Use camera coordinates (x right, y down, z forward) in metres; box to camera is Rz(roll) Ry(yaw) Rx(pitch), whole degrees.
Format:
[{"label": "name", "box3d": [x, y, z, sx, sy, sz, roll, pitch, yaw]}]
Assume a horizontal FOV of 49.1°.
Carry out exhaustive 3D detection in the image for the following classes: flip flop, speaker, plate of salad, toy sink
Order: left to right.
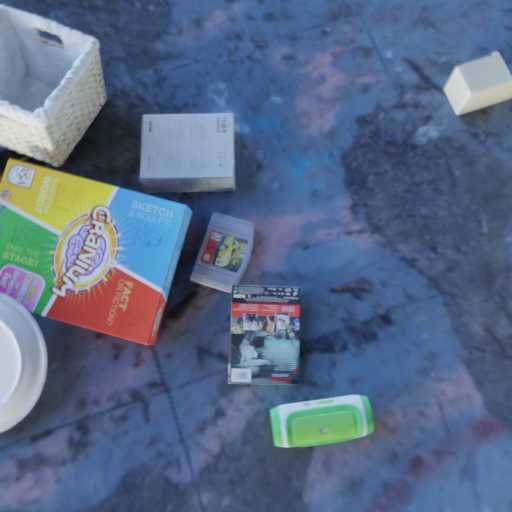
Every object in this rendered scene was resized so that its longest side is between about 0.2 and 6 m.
[{"label": "plate of salad", "box3d": [-4.651, 1.765, 9.370, 2.452, 0.589, 2.452, 0, 87, 2]}, {"label": "flip flop", "box3d": [-4.822, -1.638, 10.414, 1.893, 0.545, 0.768, -13, 70, -19]}, {"label": "speaker", "box3d": [1.059, 2.699, 9.149, 1.590, 0.703, 0.703, -8, 75, -2]}, {"label": "toy sink", "box3d": [4.358, -3.327, 10.684, 1.212, 0.790, 0.679, -19, 76, -4]}]

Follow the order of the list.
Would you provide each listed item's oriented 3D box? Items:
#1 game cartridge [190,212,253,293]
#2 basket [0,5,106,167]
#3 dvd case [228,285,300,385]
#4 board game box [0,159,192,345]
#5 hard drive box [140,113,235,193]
[{"label": "game cartridge", "box3d": [-0.555, -0.059, 10.106, 0.896, 0.275, 1.346, 17, 76, 0]}, {"label": "basket", "box3d": [-4.004, -2.943, 9.984, 1.994, 1.618, 2.012, 21, 64, 5]}, {"label": "dvd case", "box3d": [0.144, 1.356, 9.654, 1.230, 0.185, 1.685, 1, 79, -4]}, {"label": "board game box", "box3d": [-3.006, -0.074, 9.699, 3.234, 0.652, 2.475, 14, 84, 3]}, {"label": "hard drive box", "box3d": [-1.241, -1.903, 10.372, 1.694, 0.651, 1.321, 0, 75, 0]}]
